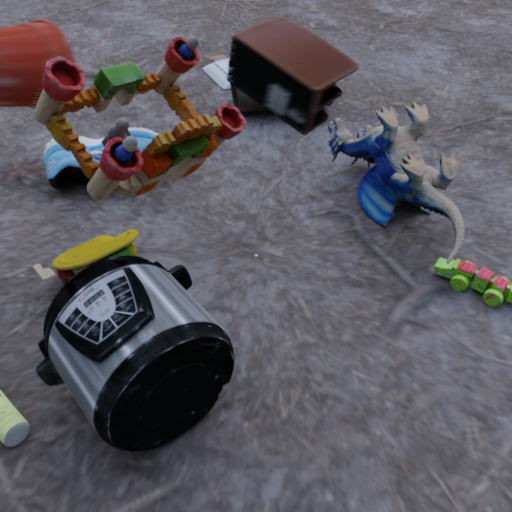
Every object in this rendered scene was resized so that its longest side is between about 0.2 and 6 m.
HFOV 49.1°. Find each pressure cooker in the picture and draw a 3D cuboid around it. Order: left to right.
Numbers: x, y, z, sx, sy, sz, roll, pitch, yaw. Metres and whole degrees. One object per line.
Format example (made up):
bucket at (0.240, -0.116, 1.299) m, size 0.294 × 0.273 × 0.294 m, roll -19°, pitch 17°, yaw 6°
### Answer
pressure cooker at (-1.684, 1.152, 7.465) m, size 2.025 × 2.056 × 2.302 m, roll 2°, pitch 30°, yaw -46°

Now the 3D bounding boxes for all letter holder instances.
letter holder at (0.421, -2.104, 6.413) m, size 1.225 × 0.616 × 0.871 m, roll 40°, pitch 56°, yaw 18°

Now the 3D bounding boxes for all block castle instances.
block castle at (-1.456, -1.980, 7.664) m, size 2.614 × 1.226 × 1.747 m, roll -34°, pitch 88°, yaw -46°

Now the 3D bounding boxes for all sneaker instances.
sneaker at (-3.056, -1.844, 11.739) m, size 2.746 × 1.076 × 1.235 m, roll -8°, pitch 56°, yaw 1°

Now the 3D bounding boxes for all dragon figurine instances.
dragon figurine at (2.788, -1.426, 10.852) m, size 1.266 × 2.138 × 4.301 m, roll -15°, pitch 63°, yaw -18°

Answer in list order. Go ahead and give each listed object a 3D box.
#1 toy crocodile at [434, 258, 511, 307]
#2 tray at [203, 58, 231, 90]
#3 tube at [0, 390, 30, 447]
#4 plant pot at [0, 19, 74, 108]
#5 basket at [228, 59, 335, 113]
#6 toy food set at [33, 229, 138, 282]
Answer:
toy crocodile at (3.770, 0.394, 9.426) m, size 1.546 × 0.477 × 0.522 m, roll 27°, pitch 48°, yaw 27°
tray at (0.065, -5.496, 16.128) m, size 2.921 × 0.324 × 1.569 m, roll -19°, pitch 44°, yaw -20°
tube at (-3.676, 2.037, 7.696) m, size 1.489 × 0.386 × 0.432 m, roll 29°, pitch 7°, yaw 33°
plant pot at (-3.754, -2.855, 8.517) m, size 1.400 × 1.400 × 1.362 m, roll 25°, pitch 30°, yaw 25°
basket at (0.559, -4.441, 14.081) m, size 2.339 × 1.591 × 2.109 m, roll -10°, pitch 37°, yaw -6°
toy food set at (-2.828, 0.167, 9.682) m, size 1.883 × 0.615 × 1.108 m, roll -29°, pitch 25°, yaw -31°
